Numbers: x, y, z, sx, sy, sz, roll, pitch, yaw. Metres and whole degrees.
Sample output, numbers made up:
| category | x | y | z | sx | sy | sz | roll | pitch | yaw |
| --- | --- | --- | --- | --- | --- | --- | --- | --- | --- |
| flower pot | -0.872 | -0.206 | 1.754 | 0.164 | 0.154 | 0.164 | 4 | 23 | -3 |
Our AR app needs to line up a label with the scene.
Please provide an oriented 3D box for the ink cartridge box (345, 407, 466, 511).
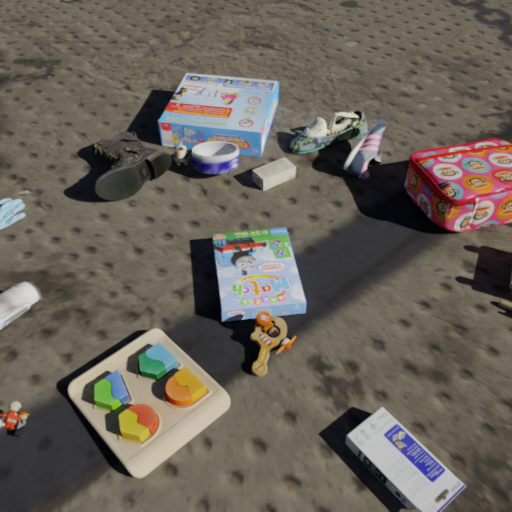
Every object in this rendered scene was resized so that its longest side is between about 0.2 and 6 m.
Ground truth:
| category | x | y | z | sx | sy | sz | roll | pitch | yaw |
| --- | --- | --- | --- | --- | --- | --- | --- | --- | --- |
| ink cartridge box | 2.228 | 3.161 | 8.507 | 0.832 | 0.328 | 1.673 | -28 | 50 | -26 |

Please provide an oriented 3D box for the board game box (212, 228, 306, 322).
| category | x | y | z | sx | sy | sz | roll | pitch | yaw |
| --- | --- | --- | --- | --- | --- | --- | --- | --- | --- |
| board game box | 0.003 | 0.326 | 11.322 | 1.623 | 0.393 | 2.145 | -6 | 46 | -6 |

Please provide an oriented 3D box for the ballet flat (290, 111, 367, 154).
| category | x | y | z | sx | sy | sz | roll | pitch | yaw |
| --- | --- | --- | --- | --- | --- | --- | --- | --- | --- |
| ballet flat | 1.905 | -3.354 | 14.784 | 2.274 | 0.844 | 0.844 | -20 | 48 | -20 |

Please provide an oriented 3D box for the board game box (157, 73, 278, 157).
| category | x | y | z | sx | sy | sz | roll | pitch | yaw |
| --- | --- | --- | --- | --- | --- | --- | --- | --- | --- |
| board game box | -0.949 | -3.933 | 15.367 | 2.764 | 0.772 | 2.707 | 8 | 46 | 8 |

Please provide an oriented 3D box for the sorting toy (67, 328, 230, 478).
| category | x | y | z | sx | sy | sz | roll | pitch | yaw |
| --- | --- | --- | --- | --- | --- | --- | --- | --- | --- |
| sorting toy | -1.806 | 2.295 | 9.332 | 1.967 | 0.388 | 2.125 | -33 | 54 | -29 |

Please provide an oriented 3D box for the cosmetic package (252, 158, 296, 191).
| category | x | y | z | sx | sy | sz | roll | pitch | yaw |
| --- | --- | --- | --- | --- | --- | --- | --- | --- | --- |
| cosmetic package | 0.438 | -2.006 | 13.717 | 0.980 | 0.348 | 0.516 | -24 | 49 | -22 |

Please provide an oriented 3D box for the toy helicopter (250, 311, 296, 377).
| category | x | y | z | sx | sy | sz | roll | pitch | yaw |
| --- | --- | --- | --- | --- | --- | --- | --- | --- | --- |
| toy helicopter | 0.247 | 1.635 | 10.067 | 0.795 | 0.474 | 1.202 | 17 | 57 | 4 |

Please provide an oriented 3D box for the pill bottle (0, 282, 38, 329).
| category | x | y | z | sx | sy | sz | roll | pitch | yaw |
| --- | --- | --- | --- | --- | --- | --- | --- | --- | --- |
| pill bottle | -4.561 | 0.911 | 10.396 | 0.527 | 0.527 | 0.927 | 24 | 42 | 22 |

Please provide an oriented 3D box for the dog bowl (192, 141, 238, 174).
| category | x | y | z | sx | sy | sz | roll | pitch | yaw |
| --- | --- | --- | --- | --- | --- | --- | --- | --- | --- |
| dog bowl | -1.008 | -2.446 | 13.912 | 1.152 | 0.454 | 1.152 | -1 | 30 | 0 |

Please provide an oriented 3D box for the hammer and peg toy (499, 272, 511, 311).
| category | x | y | z | sx | sy | sz | roll | pitch | yaw |
| --- | --- | --- | --- | --- | --- | --- | --- | --- | --- |
| hammer and peg toy | 5.686 | 0.518 | 10.889 | 1.510 | 0.724 | 2.053 | 18 | 47 | 17 |

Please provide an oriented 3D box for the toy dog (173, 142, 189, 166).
| category | x | y | z | sx | sy | sz | roll | pitch | yaw |
| --- | --- | --- | --- | --- | --- | --- | --- | --- | --- |
| toy dog | -1.852 | -2.541 | 14.065 | 0.407 | 0.565 | 0.583 | 5 | 24 | -12 |

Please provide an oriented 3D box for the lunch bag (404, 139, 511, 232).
| category | x | y | z | sx | sy | sz | roll | pitch | yaw |
| --- | --- | --- | --- | --- | --- | --- | --- | --- | --- |
| lunch bag | 5.006 | -1.776 | 12.997 | 2.866 | 1.174 | 2.524 | -11 | 41 | -11 |

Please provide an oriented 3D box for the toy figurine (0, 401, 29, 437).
| category | x | y | z | sx | sy | sz | roll | pitch | yaw |
| --- | --- | --- | --- | --- | --- | --- | --- | --- | --- |
| toy figurine | -3.998 | 2.565 | 8.883 | 0.644 | 0.634 | 0.448 | 1 | 57 | 2 |

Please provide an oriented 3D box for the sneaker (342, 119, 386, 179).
| category | x | y | z | sx | sy | sz | roll | pitch | yaw |
| --- | --- | --- | --- | --- | --- | --- | --- | --- | --- |
| sneaker | 2.889 | -2.643 | 14.057 | 0.746 | 0.638 | 1.818 | 35 | 70 | 7 |

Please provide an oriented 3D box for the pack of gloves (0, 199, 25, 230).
| category | x | y | z | sx | sy | sz | roll | pitch | yaw |
| --- | --- | --- | --- | --- | --- | --- | --- | --- | --- |
| pack of gloves | -6.718 | -0.890 | 12.474 | 2.243 | 0.527 | 2.670 | 24 | 50 | 24 |

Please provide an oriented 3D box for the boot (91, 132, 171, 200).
| category | x | y | z | sx | sy | sz | roll | pitch | yaw |
| --- | --- | --- | --- | --- | --- | --- | --- | --- | --- |
| boot | -3.444 | -2.302 | 13.845 | 2.002 | 0.796 | 2.300 | 30 | 47 | 33 |
